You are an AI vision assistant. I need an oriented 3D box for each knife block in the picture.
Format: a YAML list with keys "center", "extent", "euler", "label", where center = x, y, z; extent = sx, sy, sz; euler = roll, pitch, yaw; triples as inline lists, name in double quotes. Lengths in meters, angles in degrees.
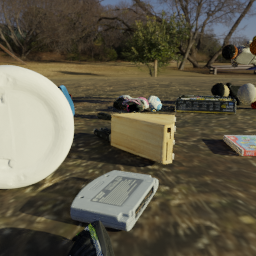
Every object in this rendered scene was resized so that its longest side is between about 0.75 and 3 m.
- center: [0.015, 0.080, 5.861]
  extent: [1.925, 0.702, 2.193]
  euler: [2, 10, 9]
  label: "knife block"

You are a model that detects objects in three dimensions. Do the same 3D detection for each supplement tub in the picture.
- center: [-2.060, -0.214, 4.912]
  extent: [1.767, 1.767, 2.679]
  euler: [-5, 14, -23]
  label: "supplement tub"

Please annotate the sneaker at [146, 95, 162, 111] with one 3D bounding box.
- center: [0.986, -0.923, 11.085]
  extent: [0.643, 0.637, 1.774]
  euler: [35, 6, -2]
  label: "sneaker"

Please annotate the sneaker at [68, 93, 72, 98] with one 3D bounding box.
- center: [-3.516, -1.669, 14.774]
  extent: [1.073, 0.418, 0.441]
  euler: [6, 6, -18]
  label: "sneaker"

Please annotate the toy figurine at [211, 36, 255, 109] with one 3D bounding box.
- center: [5.055, -2.298, 11.768]
  extent: [2.012, 2.847, 2.892]
  euler: [5, 10, -16]
  label: "toy figurine"

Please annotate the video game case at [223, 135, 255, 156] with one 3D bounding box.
- center: [3.066, 0.365, 5.987]
  extent: [1.689, 0.147, 1.208]
  euler: [0, 12, 2]
  label: "video game case"

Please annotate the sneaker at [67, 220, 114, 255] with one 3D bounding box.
- center: [-0.306, 1.147, 2.310]
  extent: [0.389, 0.337, 0.940]
  euler: [-26, 15, -5]
  label: "sneaker"

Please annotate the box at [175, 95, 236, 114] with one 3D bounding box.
- center: [3.090, -0.965, 11.146]
  extent: [2.199, 0.543, 1.756]
  euler: [4, 15, 16]
  label: "box"

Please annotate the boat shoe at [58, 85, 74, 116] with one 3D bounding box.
- center: [-1.626, -0.681, 7.209]
  extent: [0.291, 0.849, 0.357]
  euler: [-8, 18, 20]
  label: "boat shoe"

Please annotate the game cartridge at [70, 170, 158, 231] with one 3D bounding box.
- center: [-0.157, 0.865, 3.571]
  extent: [0.813, 0.254, 1.222]
  euler: [0, 12, 22]
  label: "game cartridge"

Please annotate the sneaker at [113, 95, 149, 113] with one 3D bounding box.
- center: [0.000, -0.752, 9.156]
  extent: [1.290, 0.518, 0.557]
  euler: [0, 28, 35]
  label: "sneaker"
